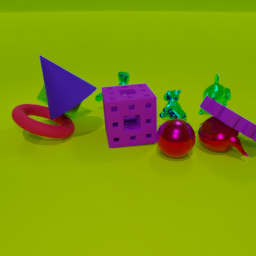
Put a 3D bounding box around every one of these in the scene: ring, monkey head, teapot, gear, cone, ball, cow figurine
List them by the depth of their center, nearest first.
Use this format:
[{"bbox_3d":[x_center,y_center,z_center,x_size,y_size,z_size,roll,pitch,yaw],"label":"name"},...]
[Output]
[{"bbox_3d":[1.210,0.253,7.125,0.998,0.998,0.998,0,25,0],"label":"ball"},{"bbox_3d":[2.803,-0.226,7.411,1.858,0.344,1.858,29,14,-8],"label":"gear"},{"bbox_3d":[2.472,0.223,7.436,1.067,0.840,1.716,-37,33,-9],"label":"teapot"},{"bbox_3d":[-2.015,-1.367,7.987,1.623,1.629,1.623,-31,16,10],"label":"cone"},{"bbox_3d":[-2.459,-0.226,8.237,1.836,0.367,1.836,21,16,-6],"label":"ring"},{"bbox_3d":[1.452,-0.623,8.559,1.094,0.610,1.112,-38,79,-29],"label":"cow figurine"},{"bbox_3d":[3.052,-1.120,10.001,0.911,1.511,1.087,21,9,-10],"label":"monkey head"},{"bbox_3d":[-0.241,-1.262,10.003,1.784,1.283,1.075,9,39,14],"label":"monkey head"}]

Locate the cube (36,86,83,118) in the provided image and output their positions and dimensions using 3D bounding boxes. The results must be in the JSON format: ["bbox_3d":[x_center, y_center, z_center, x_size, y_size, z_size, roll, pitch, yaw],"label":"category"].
[{"bbox_3d":[-2.196,-1.095,9.353,1.051,1.051,1.051,32,-8,-40],"label":"cube"}]

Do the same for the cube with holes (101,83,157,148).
[{"bbox_3d":[0.012,-0.396,8.046,1.348,1.348,1.348,-6,26,-7],"label":"cube with holes"}]
